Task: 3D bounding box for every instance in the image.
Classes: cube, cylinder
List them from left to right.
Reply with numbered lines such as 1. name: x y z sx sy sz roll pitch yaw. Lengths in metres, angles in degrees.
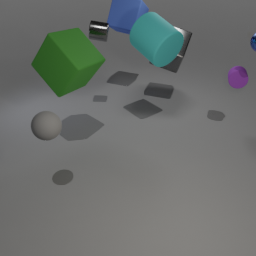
1. cube: -1.872 -2.079 8.838 1.400 1.400 1.400 50 39 1
2. cylinder: -1.119 -3.740 10.820 0.700 0.700 0.700 8 31 -3
3. cube: 0.009 -5.252 13.202 1.400 1.400 1.400 18 12 14
4. cylinder: 1.004 -3.130 9.942 1.400 1.400 1.400 -24 59 -33
5. cube: 1.920 -3.628 12.809 1.400 1.400 1.400 21 72 3
6. cylinder: 4.187 -1.941 10.680 0.700 0.700 0.700 9 29 14

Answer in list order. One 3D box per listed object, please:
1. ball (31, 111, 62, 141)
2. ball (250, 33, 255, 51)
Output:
1. ball: -1.919 -0.053 6.595 0.700 0.700 0.700 0 31 0
2. ball: 4.441 -2.874 9.304 0.700 0.700 0.700 0 31 0
